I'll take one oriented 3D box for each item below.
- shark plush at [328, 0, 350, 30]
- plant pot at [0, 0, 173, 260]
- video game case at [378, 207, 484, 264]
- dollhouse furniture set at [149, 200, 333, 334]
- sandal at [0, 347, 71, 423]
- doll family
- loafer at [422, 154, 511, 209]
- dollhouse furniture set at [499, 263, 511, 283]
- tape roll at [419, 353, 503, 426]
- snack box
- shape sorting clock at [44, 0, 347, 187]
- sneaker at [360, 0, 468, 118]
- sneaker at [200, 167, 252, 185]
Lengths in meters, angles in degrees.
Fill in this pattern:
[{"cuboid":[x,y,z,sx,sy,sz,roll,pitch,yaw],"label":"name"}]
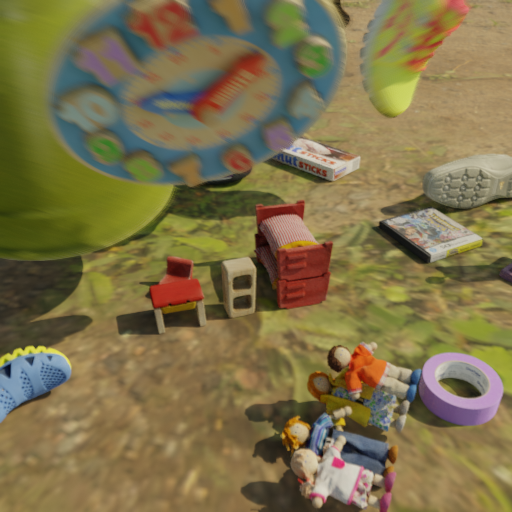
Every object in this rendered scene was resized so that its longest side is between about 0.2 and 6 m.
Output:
[{"cuboid":[-0.016,-2.927,8.203,1.852,1.698,4.077,-51,13,-33],"label":"shark plush"},{"cuboid":[-2.684,-2.185,6.748,3.236,3.116,3.236,2,45,-2],"label":"plant pot"},{"cuboid":[2.881,-0.380,9.302,1.146,0.162,1.268,-16,36,-22],"label":"video game case"},{"cuboid":[-0.296,0.085,7.822,2.465,1.002,1.326,-9,34,-13],"label":"dollhouse furniture set"},{"cuboid":[-2.817,1.556,5.983,1.713,0.681,0.746,-21,42,-16],"label":"sandal"},{"cuboid":[0.886,1.753,5.694,1.127,0.818,1.816,17,54,13],"label":"doll family"},{"cuboid":[4.057,-1.426,10.335,2.519,0.881,0.879,-6,28,-22],"label":"loafer"},{"cuboid":[4.966,-0.182,7.725,1.738,1.557,2.194,-24,40,-31],"label":"dollhouse furniture set"},{"cuboid":[2.305,1.495,6.344,0.863,0.283,0.863,0,34,0],"label":"tape roll"},{"cuboid":[0.884,-2.230,11.968,2.586,0.314,0.930,27,42,35],"label":"snack box"},{"cuboid":[-0.499,-1.474,5.298,2.841,2.841,0.557,-9,62,-14],"label":"shape sorting clock"},{"cuboid":[2.568,-3.592,8.721,1.139,2.915,1.316,-6,25,-43],"label":"sneaker"},{"cuboid":[-1.456,-2.260,11.160,2.874,1.258,1.069,13,35,19],"label":"sneaker"}]
